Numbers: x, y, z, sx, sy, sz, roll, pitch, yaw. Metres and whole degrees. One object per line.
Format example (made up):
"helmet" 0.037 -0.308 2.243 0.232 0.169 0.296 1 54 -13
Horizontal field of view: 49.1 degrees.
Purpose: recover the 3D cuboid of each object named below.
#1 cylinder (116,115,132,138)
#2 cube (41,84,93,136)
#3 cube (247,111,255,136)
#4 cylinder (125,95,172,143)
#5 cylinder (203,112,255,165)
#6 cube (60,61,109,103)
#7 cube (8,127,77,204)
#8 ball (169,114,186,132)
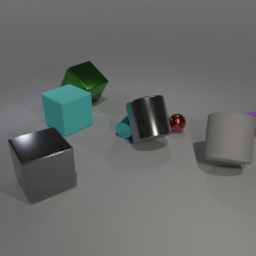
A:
"cylinder" -0.014 -0.064 10.709 0.700 0.700 0.700 14 32 23
"cube" -2.401 -0.752 11.187 1.400 1.400 1.400 26 39 36
"cube" 5.039 -0.196 10.753 0.700 0.700 0.700 -12 29 14
"cylinder" 0.728 -0.304 9.896 1.400 1.400 1.400 -12 -5 -1
"cylinder" 3.106 0.334 8.592 1.400 1.400 1.400 8 -8 1
"cube" -2.030 -1.974 12.858 1.400 1.400 1.400 47 45 10
"cube" -2.442 1.017 8.054 1.400 1.400 1.400 -18 35 -29
"ball" 1.902 -0.210 10.873 0.700 0.700 0.700 0 30 0
